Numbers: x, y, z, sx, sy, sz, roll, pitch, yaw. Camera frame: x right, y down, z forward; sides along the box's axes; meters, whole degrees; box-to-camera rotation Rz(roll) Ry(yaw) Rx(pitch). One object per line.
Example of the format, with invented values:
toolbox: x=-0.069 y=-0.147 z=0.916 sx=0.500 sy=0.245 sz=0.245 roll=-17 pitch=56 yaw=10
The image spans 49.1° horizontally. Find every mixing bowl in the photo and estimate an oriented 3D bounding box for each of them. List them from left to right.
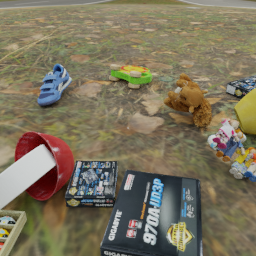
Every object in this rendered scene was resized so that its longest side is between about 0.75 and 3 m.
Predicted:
mixing bowl: x=-1.935 y=0.846 z=6.896 sx=1.648 sy=1.648 sz=0.892 roll=21 pitch=18 yaw=32

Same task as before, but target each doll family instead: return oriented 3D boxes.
doll family: x=2.942 y=0.580 z=7.532 sx=1.848 sy=0.833 sz=1.147 roll=48 pitch=58 yaw=4

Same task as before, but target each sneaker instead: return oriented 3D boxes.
sneaker: x=-3.176 y=-1.789 z=11.656 sx=0.866 sy=0.963 sz=2.341 roll=-3 pitch=40 yaw=17
sneaker: x=3.070 y=0.443 z=8.588 sx=1.153 sy=0.441 sz=0.466 roll=-8 pitch=38 yaw=-1

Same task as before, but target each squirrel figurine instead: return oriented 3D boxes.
squirrel figurine: x=2.289 y=-0.920 z=9.579 sx=1.850 sy=1.310 sz=1.727 roll=40 pitch=2 yaw=-9

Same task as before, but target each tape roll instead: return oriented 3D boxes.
tape roll: x=-2.354 y=1.067 z=6.213 sx=1.610 sy=0.563 sz=1.610 roll=-38 pitch=5 yaw=4

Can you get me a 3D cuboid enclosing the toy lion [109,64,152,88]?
toy lion: x=0.321 y=-2.696 z=13.920 sx=2.151 sy=0.770 sz=2.244 roll=-16 pitch=33 yaw=-40

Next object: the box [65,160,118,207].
box: x=-0.853 y=1.352 z=7.011 sx=1.142 sy=0.330 sz=1.437 roll=0 pitch=30 yaw=0

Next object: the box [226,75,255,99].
box: x=5.701 y=-1.714 z=12.243 sx=2.178 sy=0.501 sz=1.731 roll=-17 pitch=34 yaw=-28

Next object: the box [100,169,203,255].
box: x=0.604 y=1.864 z=5.902 sx=1.822 sy=0.527 sz=2.292 roll=6 pitch=30 yaw=11

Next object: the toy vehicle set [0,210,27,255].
toy vehicle set: x=-3.228 y=2.162 z=5.666 sx=1.923 sy=0.255 sz=1.195 roll=2 pitch=30 yaw=4

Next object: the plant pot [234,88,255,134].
plant pot: x=4.246 y=-0.471 z=9.176 sx=1.243 sy=1.751 sz=1.751 roll=-21 pitch=26 yaw=16
